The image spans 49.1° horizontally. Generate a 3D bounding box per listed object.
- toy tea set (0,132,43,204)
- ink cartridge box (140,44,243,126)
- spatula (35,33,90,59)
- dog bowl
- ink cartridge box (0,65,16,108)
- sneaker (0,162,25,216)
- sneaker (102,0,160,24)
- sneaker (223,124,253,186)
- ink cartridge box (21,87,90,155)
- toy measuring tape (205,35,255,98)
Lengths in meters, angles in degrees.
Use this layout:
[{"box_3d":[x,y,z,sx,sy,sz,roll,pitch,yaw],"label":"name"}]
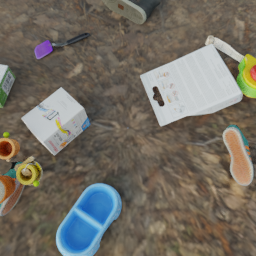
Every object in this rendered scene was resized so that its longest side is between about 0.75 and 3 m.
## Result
[{"box_3d":[-3.268,0.711,6.697,1.443,0.898,2.426,-39,87,4],"label":"toy tea set"},{"box_3d":[1.920,-1.287,8.827,2.537,0.724,2.062,-25,63,11],"label":"ink cartridge box"},{"box_3d":[-2.270,-2.935,9.691,1.998,0.205,0.565,-22,66,-10],"label":"spatula"},{"box_3d":[-0.965,2.263,6.982,1.136,0.505,2.038,31,66,11],"label":"dog bowl"},{"box_3d":[-4.886,-1.470,8.783,2.264,0.671,1.175,10,66,4],"label":"ink cartridge box"},{"box_3d":[-3.195,1.595,7.548,0.589,0.526,1.475,14,62,12],"label":"sneaker"},{"box_3d":[0.005,-4.796,10.266,2.269,0.848,1.205,38,65,7],"label":"sneaker"},{"box_3d":[3.084,0.702,7.660,0.606,0.678,1.697,-10,102,36],"label":"sneaker"},{"box_3d":[-2.005,-0.168,7.976,1.429,1.052,1.033,-42,69,-16],"label":"ink cartridge box"},{"box_3d":[3.480,-1.797,8.741,2.958,1.088,1.088,39,72,15],"label":"toy measuring tape"}]
